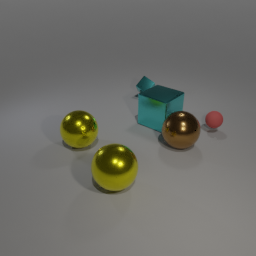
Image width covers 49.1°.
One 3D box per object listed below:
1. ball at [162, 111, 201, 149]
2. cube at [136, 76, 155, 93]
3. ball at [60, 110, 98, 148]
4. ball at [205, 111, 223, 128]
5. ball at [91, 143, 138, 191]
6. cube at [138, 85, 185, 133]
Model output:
[{"bbox_3d":[1.934,0.067,10.248,1.400,1.400,1.400,0,29,0],"label":"ball"},{"bbox_3d":[0.922,-2.102,14.334,0.700,0.700,0.700,38,85,17],"label":"cube"},{"bbox_3d":[-1.786,0.044,10.279,1.400,1.400,1.400,0,29,0],"label":"ball"},{"bbox_3d":[3.460,-0.339,11.252,0.700,0.700,0.700,0,29,0],"label":"ball"},{"bbox_3d":[-0.391,1.151,8.286,1.400,1.400,1.400,0,29,0],"label":"ball"},{"bbox_3d":[1.377,-0.841,11.811,1.400,1.400,1.400,23,36,34],"label":"cube"}]
